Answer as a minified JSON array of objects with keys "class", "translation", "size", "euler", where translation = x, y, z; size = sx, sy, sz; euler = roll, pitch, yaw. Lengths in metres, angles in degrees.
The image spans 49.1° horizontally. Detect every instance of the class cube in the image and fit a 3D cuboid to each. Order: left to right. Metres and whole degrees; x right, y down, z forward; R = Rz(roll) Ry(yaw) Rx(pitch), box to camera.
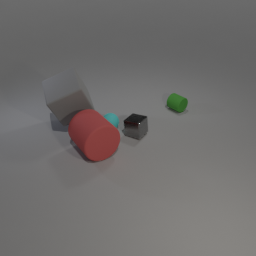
[{"class":"cube","translation":[-2.300,-1.205,10.885],"size":[1.400,1.400,1.400],"euler":[-25,51,2]},{"class":"cube","translation":[0.320,-0.078,11.044],"size":[0.700,0.700,0.700],"euler":[13,34,30]}]

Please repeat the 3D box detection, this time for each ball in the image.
[{"class":"ball","translation":[-0.715,-0.261,11.397],"size":[0.700,0.700,0.700],"euler":[0,32,0]}]

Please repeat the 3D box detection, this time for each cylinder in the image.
[{"class":"cylinder","translation":[-1.212,0.235,9.949],"size":[1.400,1.400,1.400],"euler":[-19,37,-28]},{"class":"cylinder","translation":[2.246,-1.154,12.784],"size":[0.700,0.700,0.700],"euler":[-24,41,-33]}]
